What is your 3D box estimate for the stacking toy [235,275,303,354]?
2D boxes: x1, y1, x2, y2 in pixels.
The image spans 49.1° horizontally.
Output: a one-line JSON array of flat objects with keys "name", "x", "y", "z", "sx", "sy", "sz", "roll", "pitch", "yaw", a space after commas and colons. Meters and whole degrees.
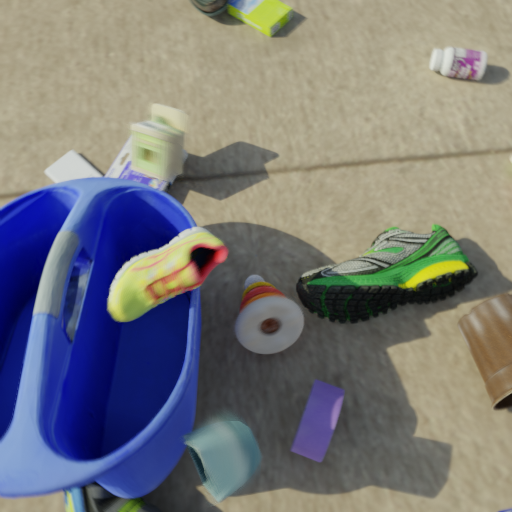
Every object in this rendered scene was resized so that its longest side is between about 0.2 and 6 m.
[{"name": "stacking toy", "x": 0.121, "y": 0.836, "z": 9.760, "sx": 1.144, "sy": 1.144, "sz": 1.566, "roll": -10, "pitch": 31, "yaw": -5}]

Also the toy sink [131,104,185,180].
[{"name": "toy sink", "x": -1.877, "y": -2.168, "z": 10.602, "sx": 0.796, "sy": 1.221, "sz": 0.684, "roll": 22, "pitch": 29, "yaw": 24}]

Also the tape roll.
[{"name": "tape roll", "x": 0.965, "y": 2.576, "z": 8.791, "sx": 0.496, "sy": 1.168, "sz": 1.168, "roll": 20, "pitch": 65, "yaw": 10}]

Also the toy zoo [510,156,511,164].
[{"name": "toy zoo", "x": 6.172, "y": -1.083, "z": 11.106, "sx": 1.560, "sy": 0.243, "sz": 2.379, "roll": -5, "pitch": 63, "yaw": -2}]

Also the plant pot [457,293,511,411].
[{"name": "plant pot", "x": 4.209, "y": 1.525, "z": 9.234, "sx": 1.518, "sy": 1.518, "sz": 1.503, "roll": -16, "pitch": 56, "yaw": -8}]

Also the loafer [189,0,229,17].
[{"name": "loafer", "x": -1.438, "y": -6.988, "z": 13.509, "sx": 1.044, "sy": 0.914, "sz": 2.906, "roll": -25, "pitch": 60, "yaw": 13}]

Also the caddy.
[{"name": "caddy", "x": -2.622, "y": 0.995, "z": 8.194, "sx": 3.668, "sy": 2.724, "sz": 5.189, "roll": 0, "pitch": 49, "yaw": -1}]

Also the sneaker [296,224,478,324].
[{"name": "sneaker", "x": 2.204, "y": 0.282, "z": 10.042, "sx": 3.221, "sy": 1.257, "sz": 1.372, "roll": -10, "pitch": 57, "yaw": -15}]

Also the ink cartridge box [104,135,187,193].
[{"name": "ink cartridge box", "x": -2.246, "y": -1.797, "z": 11.417, "sx": 1.290, "sy": 0.280, "sz": 1.278, "roll": 18, "pitch": 63, "yaw": 12}]

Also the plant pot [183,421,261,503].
[{"name": "plant pot", "x": -0.371, "y": 2.434, "z": 6.913, "sx": 0.728, "sy": 0.713, "sz": 0.715, "roll": -24, "pitch": 95, "yaw": -21}]

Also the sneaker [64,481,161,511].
[{"name": "sneaker", "x": -1.964, "y": 3.996, "z": 8.273, "sx": 1.379, "sy": 1.179, "sz": 3.327, "roll": -12, "pitch": 60, "yaw": -31}]

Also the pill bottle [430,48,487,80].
[{"name": "pill bottle", "x": 4.494, "y": -4.301, "z": 12.488, "sx": 1.101, "sy": 0.618, "sz": 0.618, "roll": 9, "pitch": 64, "yaw": 5}]

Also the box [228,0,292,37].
[{"name": "box", "x": 0.028, "y": -5.921, "z": 13.432, "sx": 1.456, "sy": 0.347, "sz": 0.888, "roll": 36, "pitch": 69, "yaw": 16}]

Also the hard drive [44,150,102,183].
[{"name": "hard drive", "x": -3.664, "y": -1.599, "z": 11.418, "sx": 1.112, "sy": 0.141, "sz": 0.733, "roll": 40, "pitch": 71, "yaw": 17}]

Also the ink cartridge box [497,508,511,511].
[{"name": "ink cartridge box", "x": 4.198, "y": 4.244, "z": 8.533, "sx": 0.798, "sy": 0.162, "sz": 0.800, "roll": -9, "pitch": 64, "yaw": -5}]

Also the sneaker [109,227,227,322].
[{"name": "sneaker", "x": -1.138, "y": 0.249, "z": 7.440, "sx": 1.816, "sy": 0.710, "sz": 0.820, "roll": -41, "pitch": 35, "yaw": -22}]
